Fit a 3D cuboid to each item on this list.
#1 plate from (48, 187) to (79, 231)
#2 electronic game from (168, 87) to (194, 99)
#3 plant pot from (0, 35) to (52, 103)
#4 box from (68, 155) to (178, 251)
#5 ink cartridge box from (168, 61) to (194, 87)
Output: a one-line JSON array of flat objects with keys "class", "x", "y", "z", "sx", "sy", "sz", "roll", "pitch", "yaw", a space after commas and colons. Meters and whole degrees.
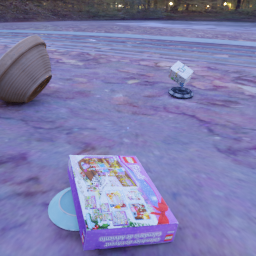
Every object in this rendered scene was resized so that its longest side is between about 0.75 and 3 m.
[{"class": "plate", "x": -0.832, "y": 1.365, "z": 5.116, "sx": 1.238, "sy": 0.158, "sz": 1.238, "roll": 0, "pitch": 26, "yaw": 0}, {"class": "electronic game", "x": 2.049, "y": -1.361, "z": 10.828, "sx": 0.979, "sy": 0.204, "sz": 0.979, "roll": 4, "pitch": 31, "yaw": -2}, {"class": "plant pot", "x": -3.561, "y": -1.799, "z": 9.801, "sx": 1.251, "sy": 2.710, "sz": 2.710, "roll": 41, "pitch": 26, "yaw": -8}, {"class": "box", "x": -0.229, "y": 1.157, "z": 4.949, "sx": 1.434, "sy": 0.410, "sz": 2.096, "roll": 3, "pitch": 23, "yaw": -19}, {"class": "ink cartridge box", "x": 2.089, "y": -2.149, "z": 11.168, "sx": 0.765, "sy": 0.561, "sz": 0.559, "roll": 38, "pitch": 66, "yaw": 15}]
